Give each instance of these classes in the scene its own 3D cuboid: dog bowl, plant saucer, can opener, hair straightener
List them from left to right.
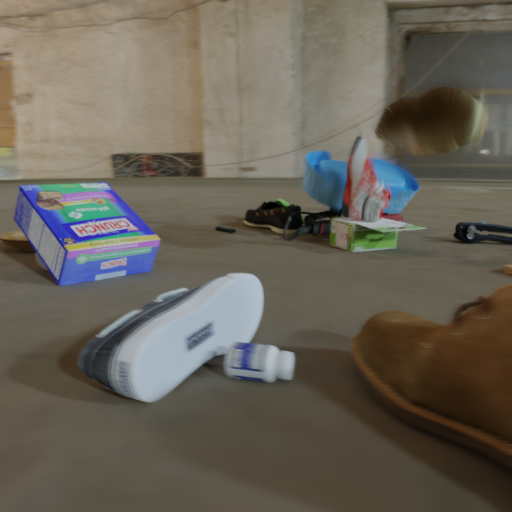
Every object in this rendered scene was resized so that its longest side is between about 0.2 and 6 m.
[{"bbox_3d":[-4.521,-0.320,11.878,1.728,0.306,1.728,0,10,0],"label":"plant saucer"},{"bbox_3d":[1.967,-0.769,13.546,3.124,0.639,1.202,-11,27,-23],"label":"hair straightener"},{"bbox_3d":[2.460,-1.732,13.500,3.009,0.746,1.677,3,35,-25],"label":"dog bowl"},{"bbox_3d":[5.198,-0.504,12.356,1.592,0.505,0.626,3,10,17],"label":"can opener"}]

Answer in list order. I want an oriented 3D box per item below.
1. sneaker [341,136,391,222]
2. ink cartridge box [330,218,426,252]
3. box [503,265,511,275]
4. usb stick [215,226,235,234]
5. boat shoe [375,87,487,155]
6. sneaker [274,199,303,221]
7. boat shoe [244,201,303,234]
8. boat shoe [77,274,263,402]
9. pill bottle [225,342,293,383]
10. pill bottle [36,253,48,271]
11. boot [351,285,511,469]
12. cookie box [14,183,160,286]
[{"bbox_3d":[2.283,-1.497,11.209,0.915,1.707,0.570,15,29,19],"label":"sneaker"},{"bbox_3d":[2.462,-0.399,11.535,1.204,0.617,1.629,-4,14,-28],"label":"ink cartridge box"},{"bbox_3d":[4.967,0.308,8.835,1.256,0.163,1.536,-4,10,-21],"label":"box"},{"bbox_3d":[-0.789,-0.669,14.334,0.206,0.121,0.744,-8,12,-34],"label":"usb stick"},{"bbox_3d":[3.432,-2.468,10.630,0.993,1.107,2.991,21,7,-20],"label":"boat shoe"},{"bbox_3d":[0.780,-1.135,15.908,0.755,0.692,1.802,-28,19,-15],"label":"sneaker"},{"bbox_3d":[0.437,-1.079,14.904,0.899,0.770,2.458,-7,11,-28],"label":"boat shoe"},{"bbox_3d":[-0.703,0.669,5.327,0.757,0.801,2.233,7,19,29],"label":"boat shoe"},{"bbox_3d":[0.032,0.937,4.906,0.539,0.323,0.323,4,11,16],"label":"pill bottle"},{"bbox_3d":[-3.410,-0.077,9.888,0.536,0.536,1.009,1,11,6],"label":"pill bottle"},{"bbox_3d":[1.705,0.682,3.809,1.217,1.248,3.307,-8,10,-18],"label":"boot"},{"bbox_3d":[-2.820,-0.437,9.300,1.650,0.725,1.929,-9,41,-43],"label":"cookie box"}]
